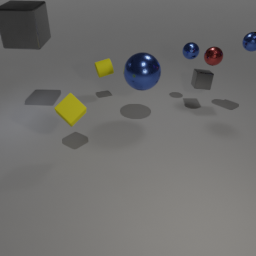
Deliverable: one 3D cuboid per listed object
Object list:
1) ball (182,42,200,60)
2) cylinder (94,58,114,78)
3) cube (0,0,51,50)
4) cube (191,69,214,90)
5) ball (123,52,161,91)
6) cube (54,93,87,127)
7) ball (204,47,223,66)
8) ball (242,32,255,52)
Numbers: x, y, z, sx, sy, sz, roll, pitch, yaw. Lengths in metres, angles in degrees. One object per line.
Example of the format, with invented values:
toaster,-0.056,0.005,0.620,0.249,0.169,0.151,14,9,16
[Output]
ball,2.633,-3.228,11.724,0.700,0.700,0.700,0,29,0
cylinder,-1.081,-2.714,12.687,0.700,0.700,0.700,-19,32,-8
cube,-3.828,-3.835,10.390,1.400,1.400,1.400,3,36,3
cube,3.151,-2.076,11.919,0.700,0.700,0.700,5,24,-3
ball,0.531,-2.097,10.443,1.400,1.400,1.400,0,29,0
cube,-1.791,-0.556,8.796,0.700,0.700,0.700,-47,1,-12
ball,3.214,-2.697,10.522,0.700,0.700,0.700,0,29,0
ball,4.605,-3.189,10.358,0.700,0.700,0.700,0,29,0
